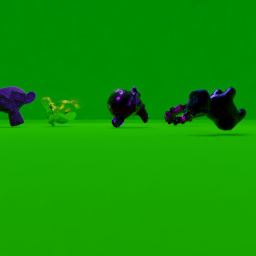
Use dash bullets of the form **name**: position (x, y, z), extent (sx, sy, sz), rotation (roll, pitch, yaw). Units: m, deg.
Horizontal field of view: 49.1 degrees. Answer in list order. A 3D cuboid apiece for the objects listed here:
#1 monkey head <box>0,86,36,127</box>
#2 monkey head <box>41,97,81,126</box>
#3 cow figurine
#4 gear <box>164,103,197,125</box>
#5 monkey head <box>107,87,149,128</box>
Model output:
- **monkey head**: position (-3.729, -0.692, 8.952), extent (1.728, 1.243, 1.041), rotation (-19, 12, -21)
- **monkey head**: position (-2.422, -0.699, 9.850), extent (1.004, 1.198, 1.665), rotation (-28, 4, 26)
- **cow figurine**: position (1.430, -0.276, 4.656), extent (0.976, 0.992, 0.545), rotation (-42, 18, -22)
- **gear**: position (1.969, -0.488, 10.313), extent (1.245, 0.230, 1.245), rotation (-8, -26, -4)
- **monkey head**: position (-0.018, -0.579, 8.529), extent (1.073, 1.281, 1.781), rotation (-23, 32, 16)
